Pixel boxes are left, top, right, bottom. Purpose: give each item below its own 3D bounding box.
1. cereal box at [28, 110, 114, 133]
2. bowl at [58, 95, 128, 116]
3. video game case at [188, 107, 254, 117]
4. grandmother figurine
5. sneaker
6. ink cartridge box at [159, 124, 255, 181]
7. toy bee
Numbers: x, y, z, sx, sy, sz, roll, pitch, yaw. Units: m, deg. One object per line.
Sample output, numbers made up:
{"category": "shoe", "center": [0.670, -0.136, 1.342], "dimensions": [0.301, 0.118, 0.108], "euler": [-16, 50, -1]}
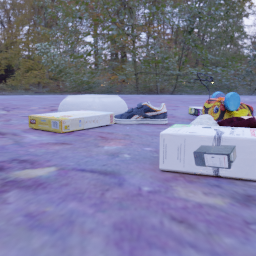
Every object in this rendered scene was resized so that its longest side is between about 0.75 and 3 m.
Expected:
{"category": "cereal box", "center": [-1.780, -0.261, 9.100], "dimensions": [1.644, 0.452, 2.285], "euler": [7, 11, 38]}
{"category": "bowl", "center": [-1.480, -0.942, 12.188], "dimensions": [2.581, 0.963, 2.577], "euler": [7, 11, 32]}
{"category": "video game case", "center": [4.123, -0.743, 12.673], "dimensions": [2.188, 0.392, 1.983], "euler": [-1, 8, -10]}
{"category": "grandmother figurine", "center": [2.517, 0.015, 6.424], "dimensions": [2.696, 0.816, 1.635], "euler": [-7, -15, -26]}
{"category": "sneaker", "center": [0.415, -0.542, 10.012], "dimensions": [1.973, 0.784, 0.774], "euler": [-1, 10, 1]}
{"category": "ink cartridge box", "center": [1.348, 0.329, 4.445], "dimensions": [1.479, 0.622, 1.076], "euler": [3, 9, 21]}
{"category": "toy bee", "center": [3.039, -0.603, 9.526], "dimensions": [2.597, 1.412, 1.700], "euler": [24, -2, -6]}
